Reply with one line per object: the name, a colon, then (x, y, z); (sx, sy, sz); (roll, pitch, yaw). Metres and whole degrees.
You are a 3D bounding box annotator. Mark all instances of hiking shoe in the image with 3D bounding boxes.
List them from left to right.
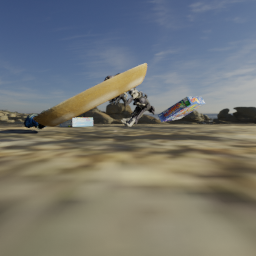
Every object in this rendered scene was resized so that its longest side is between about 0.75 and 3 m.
hiking shoe: (-1.985, -0.125, 6.089); (0.828, 0.359, 0.308); (-19, -41, 28)

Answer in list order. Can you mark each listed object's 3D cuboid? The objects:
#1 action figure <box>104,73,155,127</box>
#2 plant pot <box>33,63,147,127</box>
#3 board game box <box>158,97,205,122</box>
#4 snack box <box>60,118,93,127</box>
action figure: (0.010, -0.975, 10.506); (1.563, 1.342, 2.630); (54, 13, 33)
plant pot: (-0.502, -0.444, 4.119); (1.810, 0.249, 1.810); (-25, 8, 4)
board game box: (2.391, -0.828, 12.244); (1.488, 0.379, 2.198); (-33, -11, 27)
snack box: (-1.967, -0.217, 10.591); (0.887, 0.356, 1.052); (-2, 0, -40)
